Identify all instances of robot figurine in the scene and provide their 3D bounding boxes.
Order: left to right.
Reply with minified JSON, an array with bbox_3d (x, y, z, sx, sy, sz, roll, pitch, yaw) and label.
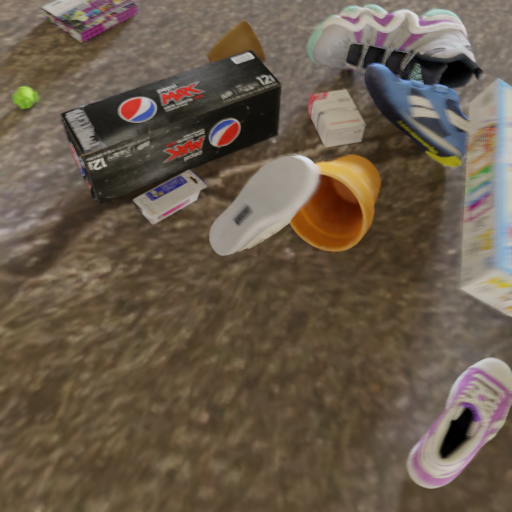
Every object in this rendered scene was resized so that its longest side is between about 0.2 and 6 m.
[{"bbox_3d":[-4.590,-3.146,11.113,0.446,0.294,0.509,-12,56,-9],"label":"robot figurine"}]

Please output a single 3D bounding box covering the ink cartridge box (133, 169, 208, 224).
[{"bbox_3d":[-1.456,-1.033,9.645,1.189,0.221,0.563,-34,59,-22],"label":"ink cartridge box"}]

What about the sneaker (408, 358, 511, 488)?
[{"bbox_3d":[2.752,1.935,6.984,0.752,1.183,2.075,33,60,23],"label":"sneaker"}]

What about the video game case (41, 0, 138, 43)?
[{"bbox_3d":[-3.812,-5.640,12.873,1.468,0.290,1.620,37,63,23],"label":"video game case"}]

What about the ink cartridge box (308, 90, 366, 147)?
[{"bbox_3d":[1.517,-2.613,10.633,0.772,0.449,1.059,-11,54,-10],"label":"ink cartridge box"}]

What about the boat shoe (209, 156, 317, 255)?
[{"bbox_3d":[0.211,-0.713,8.384,0.771,2.208,0.783,-8,63,-47],"label":"boat shoe"}]

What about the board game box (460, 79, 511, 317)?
[{"bbox_3d":[4.335,-0.637,8.389,2.569,0.654,3.821,28,54,-14],"label":"board game box"}]

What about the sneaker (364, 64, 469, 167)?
[{"bbox_3d":[2.950,-2.661,9.986,2.381,0.880,0.979,42,93,-1],"label":"sneaker"}]

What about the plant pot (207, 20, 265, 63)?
[{"bbox_3d":[-0.472,-4.187,11.553,1.003,0.934,0.934,-30,59,-4],"label":"plant pot"}]

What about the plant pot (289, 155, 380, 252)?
[{"bbox_3d":[1.356,-0.986,9.034,1.396,1.396,1.278,28,44,18],"label":"plant pot"}]

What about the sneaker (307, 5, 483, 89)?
[{"bbox_3d":[2.808,-3.774,10.937,3.338,1.298,2.335,-8,54,-5],"label":"sneaker"}]

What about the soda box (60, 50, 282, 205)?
[{"bbox_3d":[-1.399,-2.311,9.897,3.666,1.297,1.161,-24,60,-17],"label":"soda box"}]
